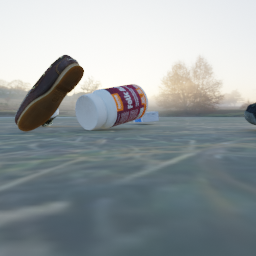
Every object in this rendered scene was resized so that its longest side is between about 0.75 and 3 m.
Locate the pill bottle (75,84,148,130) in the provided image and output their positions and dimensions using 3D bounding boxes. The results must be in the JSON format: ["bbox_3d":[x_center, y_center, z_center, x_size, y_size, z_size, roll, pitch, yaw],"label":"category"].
[{"bbox_3d":[-0.373,-0.527,6.866,0.969,0.969,1.697,2,15,43],"label":"pill bottle"}]

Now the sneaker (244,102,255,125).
[{"bbox_3d":[3.301,-0.730,5.637,1.091,1.635,2.855,5,1,2],"label":"sneaker"}]

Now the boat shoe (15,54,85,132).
[{"bbox_3d":[-1.691,-0.743,5.848,0.642,1.825,0.643,44,-1,30],"label":"boat shoe"}]

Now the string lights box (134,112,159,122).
[{"bbox_3d":[0.666,-0.423,10.790,0.633,0.363,1.232,-5,2,-14],"label":"string lights box"}]

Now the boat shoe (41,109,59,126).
[{"bbox_3d":[-2.502,-0.337,8.623,0.572,0.515,1.619,-22,16,-30],"label":"boat shoe"}]
